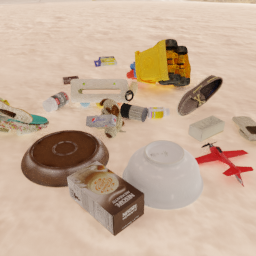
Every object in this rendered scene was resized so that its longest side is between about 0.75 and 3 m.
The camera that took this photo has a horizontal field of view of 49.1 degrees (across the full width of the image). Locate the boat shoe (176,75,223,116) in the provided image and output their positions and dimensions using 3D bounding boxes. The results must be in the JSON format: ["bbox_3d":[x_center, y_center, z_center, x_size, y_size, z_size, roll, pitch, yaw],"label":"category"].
[{"bbox_3d":[2.891,-1.298,11.274,2.243,0.806,0.667,-41,18,-9],"label":"boat shoe"}]

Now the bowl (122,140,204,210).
[{"bbox_3d":[0.995,1.071,7.907,2.350,1.056,2.350,0,30,0],"label":"bowl"}]

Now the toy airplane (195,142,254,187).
[{"bbox_3d":[2.964,1.004,8.657,2.084,0.383,2.084,-2,31,1],"label":"toy airplane"}]

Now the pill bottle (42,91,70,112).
[{"bbox_3d":[-3.079,-1.116,11.983,0.609,0.609,1.069,18,36,27],"label":"pill bottle"}]

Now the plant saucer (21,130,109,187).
[{"bbox_3d":[-2.004,0.790,8.985,2.804,0.450,2.804,0,30,0],"label":"plant saucer"}]

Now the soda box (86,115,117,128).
[{"bbox_3d":[-0.845,-0.214,8.776,0.957,0.327,0.304,-3,-14,27],"label":"soda box"}]

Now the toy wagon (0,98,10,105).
[{"bbox_3d":[-6.038,-0.767,10.964,2.287,0.583,2.947,18,31,25],"label":"toy wagon"}]

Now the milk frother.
[{"bbox_3d":[0.293,-0.887,11.176,0.986,1.048,0.946,14,33,21],"label":"milk frother"}]

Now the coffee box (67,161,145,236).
[{"bbox_3d":[-0.578,1.708,7.133,1.830,0.730,1.047,27,40,37],"label":"coffee box"}]

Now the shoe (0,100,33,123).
[{"bbox_3d":[-3.243,-0.405,7.837,1.139,0.398,0.304,28,38,-19],"label":"shoe"}]

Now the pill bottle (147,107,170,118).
[{"bbox_3d":[1.228,-0.627,11.318,0.866,0.452,0.452,-3,31,-8],"label":"pill bottle"}]

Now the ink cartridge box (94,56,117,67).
[{"bbox_3d":[-1.423,-4.148,17.377,1.320,0.310,1.305,-4,31,-11],"label":"ink cartridge box"}]

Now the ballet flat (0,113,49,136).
[{"bbox_3d":[-4.139,-0.181,10.128,2.639,0.843,0.998,12,26,3],"label":"ballet flat"}]

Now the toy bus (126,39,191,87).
[{"bbox_3d":[1.457,-2.906,13.787,2.799,1.978,2.915,-7,-2,34],"label":"toy bus"}]

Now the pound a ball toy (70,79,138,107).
[{"bbox_3d":[-0.956,-1.525,12.439,2.811,1.194,1.833,1,5,1],"label":"pound a ball toy"}]

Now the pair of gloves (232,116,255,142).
[{"bbox_3d":[5.296,0.040,10.234,2.444,0.429,2.078,2,31,2],"label":"pair of gloves"}]

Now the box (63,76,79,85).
[{"bbox_3d":[-2.972,-2.500,14.607,0.818,0.306,0.410,-8,31,-17],"label":"box"}]

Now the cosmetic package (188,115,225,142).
[{"bbox_3d":[2.890,0.002,10.266,1.243,0.454,0.643,-20,36,-28],"label":"cosmetic package"}]

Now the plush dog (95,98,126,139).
[{"bbox_3d":[-0.592,-0.469,10.295,1.142,1.222,1.423,-19,36,-29],"label":"plush dog"}]
